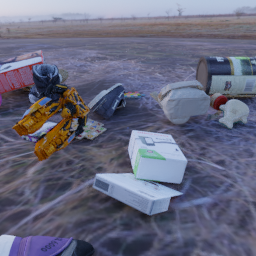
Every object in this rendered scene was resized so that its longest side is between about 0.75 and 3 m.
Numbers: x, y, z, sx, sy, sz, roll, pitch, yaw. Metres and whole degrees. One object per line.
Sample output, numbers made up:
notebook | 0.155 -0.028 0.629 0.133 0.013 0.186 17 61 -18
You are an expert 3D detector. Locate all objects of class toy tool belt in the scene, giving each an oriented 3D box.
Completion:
toy tool belt | 1.993 -1.015 9.337 2.271 1.418 1.395 -8 32 -21

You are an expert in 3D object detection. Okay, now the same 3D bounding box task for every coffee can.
coffee can | 4.159 -2.104 11.625 2.296 1.681 1.681 0 22 -3

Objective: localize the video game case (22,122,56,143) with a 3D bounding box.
video game case | -2.283 0.139 7.995 0.974 0.192 1.075 11 24 27

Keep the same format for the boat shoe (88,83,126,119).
boat shoe | -0.579 -0.945 10.310 0.867 1.005 2.766 46 22 -1

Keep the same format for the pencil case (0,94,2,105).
pencil case | -5.919 -1.091 10.100 2.356 1.069 1.104 -1 48 4

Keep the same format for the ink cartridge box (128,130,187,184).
ink cartridge box | 0.590 0.589 6.181 0.986 0.569 1.355 8 20 -10

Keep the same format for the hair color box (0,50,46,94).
hair color box | -4.968 -2.297 11.922 2.962 0.947 1.643 -17 34 -8

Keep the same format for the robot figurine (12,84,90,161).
robot figurine | -1.717 -0.233 6.925 0.607 1.512 2.085 -16 26 40

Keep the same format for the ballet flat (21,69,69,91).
ballet flat | -3.837 -2.182 13.121 2.417 0.852 0.789 -21 33 -23

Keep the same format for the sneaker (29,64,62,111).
sneaker | -3.156 -1.665 10.638 1.056 1.593 2.799 -12 25 -27

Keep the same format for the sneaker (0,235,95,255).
sneaker | -0.659 1.958 2.303 1.313 1.136 2.999 1 21 -13

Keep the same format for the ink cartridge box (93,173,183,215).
ink cartridge box | 0.199 1.183 5.285 1.328 0.289 1.152 16 2 36

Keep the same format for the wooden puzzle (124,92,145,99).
wooden puzzle | 0.125 -1.419 12.065 1.254 0.088 0.744 -4 22 -10

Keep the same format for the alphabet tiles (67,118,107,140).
alphabet tiles | -1.325 -0.012 8.236 1.130 0.043 1.359 21 25 17

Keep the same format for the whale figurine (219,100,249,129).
whale figurine | 3.301 -0.365 8.907 0.955 0.623 1.200 34 58 18
